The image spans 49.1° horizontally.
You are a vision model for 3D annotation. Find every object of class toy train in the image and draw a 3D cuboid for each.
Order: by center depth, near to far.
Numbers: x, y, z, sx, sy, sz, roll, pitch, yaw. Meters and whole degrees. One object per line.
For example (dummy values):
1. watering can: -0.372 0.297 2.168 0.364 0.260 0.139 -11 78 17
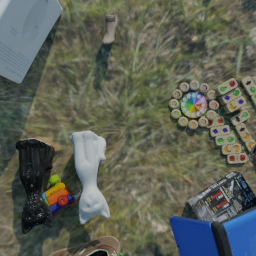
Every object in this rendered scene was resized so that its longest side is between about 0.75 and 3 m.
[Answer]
1. toy train: -1.987 1.817 8.324 1.799 0.761 1.041 -34 75 -1

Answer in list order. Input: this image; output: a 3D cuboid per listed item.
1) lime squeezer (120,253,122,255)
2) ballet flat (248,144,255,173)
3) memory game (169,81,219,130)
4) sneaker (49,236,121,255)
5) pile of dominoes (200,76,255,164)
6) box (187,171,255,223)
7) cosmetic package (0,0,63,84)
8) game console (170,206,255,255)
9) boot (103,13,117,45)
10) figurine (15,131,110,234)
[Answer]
1. lime squeezer: -0.916 4.545 8.264 0.379 0.711 2.012 34 57 17
2. ballet flat: 3.767 1.720 7.785 0.613 0.891 2.644 -6 89 24
3. memory game: 2.014 -0.702 8.575 1.514 0.096 1.514 0 89 6
4. sneaker: -1.586 3.988 8.022 2.892 1.092 1.019 -28 89 -1
5. pile of dominoes: 3.433 -0.208 8.490 1.973 0.403 2.532 -30 88 -1
6. box: 3.119 2.706 8.320 1.777 0.561 2.254 -32 89 -1
7. cosmetic package: -3.364 -2.920 7.400 1.665 2.701 2.709 28 88 0
8. game console: 2.718 3.419 7.655 2.253 1.562 2.640 -19 99 -12
9. boot: -0.560 -2.947 8.248 0.349 0.994 0.727 3 124 11
10. figurine: -1.780 1.491 7.803 2.534 1.091 2.473 -8 72 -1
